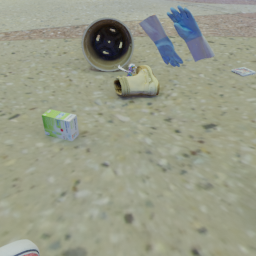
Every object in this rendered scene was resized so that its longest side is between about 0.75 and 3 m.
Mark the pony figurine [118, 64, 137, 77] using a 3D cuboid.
[{"bbox_3d":[0.090,-2.155,10.998,0.739,0.888,0.857,-21,38,-27],"label":"pony figurine"}]

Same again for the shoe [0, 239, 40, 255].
[{"bbox_3d":[-2.024,2.727,3.500,1.210,0.951,2.661,27,47,33],"label":"shoe"}]

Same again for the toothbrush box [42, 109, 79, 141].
[{"bbox_3d":[-1.923,-0.084,7.997,0.933,0.680,0.402,12,35,18],"label":"toothbrush box"}]

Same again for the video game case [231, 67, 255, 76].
[{"bbox_3d":[5.027,-2.463,12.209,0.764,0.088,0.696,-16,36,-23],"label":"video game case"}]

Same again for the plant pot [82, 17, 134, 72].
[{"bbox_3d":[-0.886,-3.872,12.760,2.232,2.232,2.043,-1,22,-2],"label":"plant pot"}]

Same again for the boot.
[{"bbox_3d":[0.187,-1.814,10.621,1.540,0.721,1.982,-6,39,-14],"label":"boot"}]

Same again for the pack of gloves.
[{"bbox_3d":[1.111,-2.046,6.640,1.296,1.543,0.304,-11,42,43],"label":"pack of gloves"}]
